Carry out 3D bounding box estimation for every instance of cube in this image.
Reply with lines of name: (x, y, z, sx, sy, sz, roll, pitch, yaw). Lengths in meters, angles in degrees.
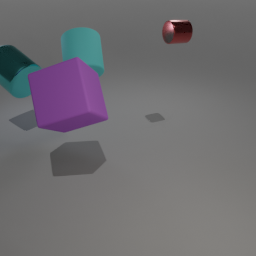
cube: (-1.498, -0.774, 7.258, 1.400, 1.400, 1.400, -16, -9, 12)

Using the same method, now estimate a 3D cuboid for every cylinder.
cylinder: (1.550, -3.023, 8.820, 0.700, 0.700, 0.700, -11, 30, -24)
cylinder: (-1.611, -2.572, 9.927, 1.400, 1.400, 1.400, -8, -11, -2)
cylinder: (-4.030, -2.009, 10.005, 1.400, 1.400, 1.400, 38, 42, 17)
